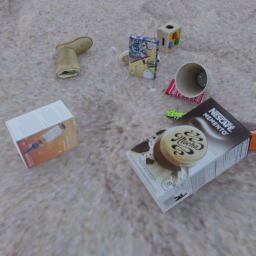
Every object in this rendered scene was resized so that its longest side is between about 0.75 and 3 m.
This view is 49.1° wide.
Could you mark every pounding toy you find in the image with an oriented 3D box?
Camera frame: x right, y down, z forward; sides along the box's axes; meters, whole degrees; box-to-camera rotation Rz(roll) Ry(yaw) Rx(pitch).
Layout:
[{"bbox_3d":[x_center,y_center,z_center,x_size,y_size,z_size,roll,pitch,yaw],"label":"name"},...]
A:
[{"bbox_3d":[1.577,-3.847,11.685,0.695,1.335,1.520,36,56,28],"label":"pounding toy"}]

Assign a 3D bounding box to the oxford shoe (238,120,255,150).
[{"bbox_3d":[3.767,0.105,8.310,2.672,0.953,0.974,-3,43,-3],"label":"oxford shoe"}]

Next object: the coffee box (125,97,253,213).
[{"bbox_3d":[1.540,0.653,7.197,2.733,1.091,1.545,-33,53,-7],"label":"coffee box"}]

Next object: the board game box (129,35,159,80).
[{"bbox_3d":[0.561,-2.591,10.361,1.064,1.570,0.272,17,50,15],"label":"board game box"}]

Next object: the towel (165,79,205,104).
[{"bbox_3d":[2.100,-1.357,10.189,1.334,0.150,0.964,19,48,14],"label":"towel"}]

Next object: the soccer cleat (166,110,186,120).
[{"bbox_3d":[1.644,-0.358,9.161,0.937,0.380,0.316,14,52,42],"label":"soccer cleat"}]

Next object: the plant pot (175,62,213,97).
[{"bbox_3d":[2.438,-1.670,9.689,1.159,1.159,1.238,35,27,28],"label":"plant pot"}]

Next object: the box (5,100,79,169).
[{"bbox_3d":[-2.387,0.181,7.993,1.636,1.245,0.870,-27,52,-23],"label":"box"}]

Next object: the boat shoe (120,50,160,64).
[{"bbox_3d":[0.482,-2.782,11.242,1.620,0.585,0.526,-2,46,-10],"label":"boat shoe"}]

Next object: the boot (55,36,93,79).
[{"bbox_3d":[-2.104,-2.830,11.270,1.691,0.639,1.931,-18,47,1],"label":"boot"}]
